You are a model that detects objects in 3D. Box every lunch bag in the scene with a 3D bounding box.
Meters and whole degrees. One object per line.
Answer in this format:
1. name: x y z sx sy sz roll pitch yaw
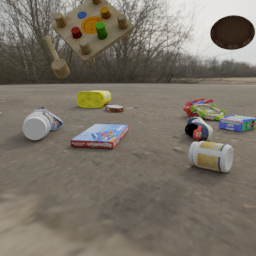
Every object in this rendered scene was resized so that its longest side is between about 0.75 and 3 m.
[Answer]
1. lunch bag: -3.281 -0.284 11.604 1.066 0.678 0.904 2 11 -22

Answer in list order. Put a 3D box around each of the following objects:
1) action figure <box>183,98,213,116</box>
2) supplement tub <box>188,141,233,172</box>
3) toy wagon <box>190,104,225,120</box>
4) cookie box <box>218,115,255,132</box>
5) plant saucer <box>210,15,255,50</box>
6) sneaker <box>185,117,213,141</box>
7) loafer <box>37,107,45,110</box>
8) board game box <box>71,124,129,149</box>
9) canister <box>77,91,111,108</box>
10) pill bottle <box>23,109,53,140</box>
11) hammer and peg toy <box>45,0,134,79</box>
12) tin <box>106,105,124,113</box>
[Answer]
1. action figure: 4.073 -1.149 15.067 2.687 0.877 1.330 -10 4 -41
2. supplement tub: 2.036 0.683 6.896 0.929 0.672 0.672 9 14 38
3. toy wagon: 4.126 -0.752 13.978 1.500 0.383 1.934 -6 30 -27
4. cookie box: 4.572 -0.209 11.691 1.216 0.457 1.040 -11 18 -40
5. plant saucer: 3.238 -2.992 8.696 1.324 0.228 1.324 15 -27 8
6. sneaker: 2.364 -0.018 10.220 0.773 0.686 1.829 3 11 -9
7. loafer: -5.225 -1.117 16.612 0.275 0.240 0.764 3 12 13
8. board game box: -0.887 0.238 10.028 1.408 0.266 2.735 1 12 10
9. canister: -2.217 -2.013 19.024 1.787 1.041 2.406 2 11 10
10. pill bottle: -3.262 -0.129 10.191 0.929 0.929 1.632 -2 13 -9
11. hammer and peg toy: -1.345 -2.700 7.936 2.530 1.861 0.892 -37 -22 -9
12. tin: -0.810 -1.167 16.760 0.888 0.332 1.586 -9 15 -22
